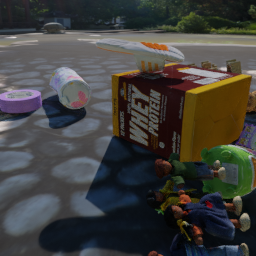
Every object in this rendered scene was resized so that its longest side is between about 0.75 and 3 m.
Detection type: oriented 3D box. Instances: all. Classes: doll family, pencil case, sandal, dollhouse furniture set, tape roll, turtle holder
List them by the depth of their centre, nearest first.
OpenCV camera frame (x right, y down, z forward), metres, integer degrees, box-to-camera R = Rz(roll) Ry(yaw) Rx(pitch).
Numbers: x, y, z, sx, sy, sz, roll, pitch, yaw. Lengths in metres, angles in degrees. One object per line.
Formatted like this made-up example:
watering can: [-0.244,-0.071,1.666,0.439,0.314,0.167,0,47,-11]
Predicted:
doll family: [0.906,1.317,4.228,1.378,0.935,2.383,3,25,-4]
turtle holder: [1.906,0.871,5.401,0.937,1.320,1.003,0,61,-29]
sandal: [0.295,-1.879,7.442,2.360,0.676,0.904,12,32,10]
tape roll: [-3.942,-0.999,10.296,1.456,0.478,1.456,-1,23,0]
pencil case: [-2.314,-1.616,10.958,1.207,1.107,2.662,-13,26,-20]
dollhouse furniture set: [4.026,-2.351,13.110,2.373,1.236,2.399,-10,22,6]

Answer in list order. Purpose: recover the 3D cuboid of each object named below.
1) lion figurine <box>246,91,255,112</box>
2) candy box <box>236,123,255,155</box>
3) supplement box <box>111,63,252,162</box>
lion figurine: [4.633,-1.030,10.117,1.550,0.917,2.531,11,10,42]
candy box: [3.208,0.319,6.932,0.819,0.293,0.687,20,67,39]
supplement box: [1.376,-0.585,7.608,2.607,1.755,2.643,-20,30,-39]
